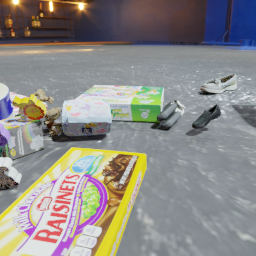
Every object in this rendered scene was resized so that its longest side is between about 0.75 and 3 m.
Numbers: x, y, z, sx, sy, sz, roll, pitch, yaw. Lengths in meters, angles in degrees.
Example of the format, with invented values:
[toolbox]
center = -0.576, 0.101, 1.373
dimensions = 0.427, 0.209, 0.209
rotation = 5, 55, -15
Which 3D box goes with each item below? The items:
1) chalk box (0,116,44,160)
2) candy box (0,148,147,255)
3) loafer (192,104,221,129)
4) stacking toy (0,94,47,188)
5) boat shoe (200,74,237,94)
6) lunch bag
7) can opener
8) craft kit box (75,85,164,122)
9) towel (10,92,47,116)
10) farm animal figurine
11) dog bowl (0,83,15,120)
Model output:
[chalk box]
center = -2.379, 0.210, 5.706
dimensions = 0.674, 0.678, 1.090
rotation = 16, 24, 38
[candy box]
center = -0.699, 1.021, 3.866
dimensions = 1.482, 0.383, 2.899
rotation = 2, 19, 13
[loafer]
center = 1.900, -0.282, 6.834
dimensions = 0.915, 0.321, 0.311
rotation = -30, 28, -22
[stacking toy]
center = -2.858, 0.231, 5.072
dimensions = 2.427, 0.570, 1.830
rotation = -5, 42, 4
[boat shoe]
center = 3.727, -1.817, 11.452
dimensions = 2.021, 0.648, 0.745
rotation = -12, 23, -31
[lunch bag]
center = -1.013, -0.249, 6.781
dimensions = 1.143, 0.857, 1.348
rotation = -2, 10, -10
[can opener]
center = 1.199, -0.384, 7.887
dimensions = 0.621, 0.492, 1.869
rotation = -30, 4, 27
[craft kit box]
center = -0.175, -0.842, 8.884
dimensions = 2.553, 0.619, 2.521
rotation = 2, 22, 8
[towel]
center = -4.050, -0.702, 8.845
dimensions = 2.525, 0.378, 1.847
rotation = 16, 26, 31
[farm animal figurine]
center = -1.906, -0.420, 6.869
dimensions = 0.536, 1.029, 1.017
rotation = -28, 32, -11
[dog bowl]
center = -3.971, -0.515, 7.130
dimensions = 1.937, 0.763, 1.937
rotation = 1, 30, -1
